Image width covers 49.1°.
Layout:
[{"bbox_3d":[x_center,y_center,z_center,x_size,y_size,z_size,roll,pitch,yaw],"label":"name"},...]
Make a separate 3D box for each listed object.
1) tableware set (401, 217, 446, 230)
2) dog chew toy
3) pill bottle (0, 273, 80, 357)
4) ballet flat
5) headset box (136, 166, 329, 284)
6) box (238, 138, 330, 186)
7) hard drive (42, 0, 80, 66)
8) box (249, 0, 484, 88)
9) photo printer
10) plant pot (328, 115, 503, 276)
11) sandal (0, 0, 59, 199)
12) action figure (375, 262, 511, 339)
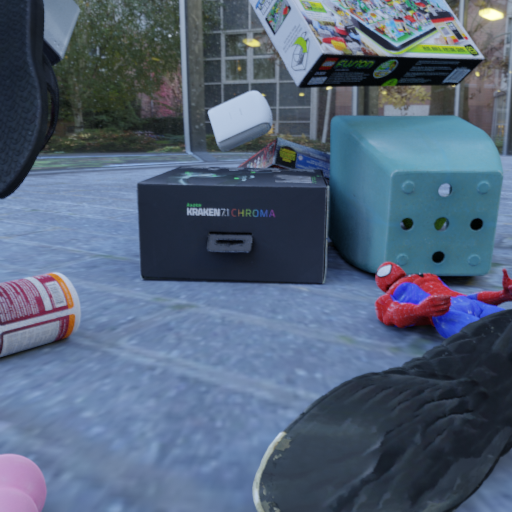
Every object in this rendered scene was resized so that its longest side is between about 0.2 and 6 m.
[{"bbox_3d":[2.451,-1.336,13.513,3.329,0.758,4.942,-1,13,-6],"label":"tableware set"},{"bbox_3d":[-1.283,1.320,2.800,0.426,0.426,0.684,-4,20,-17],"label":"dog chew toy"},{"bbox_3d":[-2.371,0.592,5.284,0.683,0.683,1.247,11,17,41],"label":"pill bottle"},{"bbox_3d":[1.089,1.035,3.490,2.577,0.856,0.732,-17,-24,-30],"label":"ballet flat"},{"bbox_3d":[-0.227,-0.594,8.782,2.644,1.409,3.037,1,13,3],"label":"headset box"},{"bbox_3d":[0.670,-1.510,11.648,1.962,0.572,2.866,14,-12,-21],"label":"box"},{"bbox_3d":[-2.862,-3.293,7.383,0.239,1.015,1.454,-25,44,20],"label":"hard drive"},{"bbox_3d":[1.724,-3.610,8.609,3.804,2.094,0.660,-14,-19,-37],"label":"box"},{"bbox_3d":[-0.255,-2.388,9.826,1.058,0.880,0.367,-22,-31,9],"label":"photo printer"},{"bbox_3d":[2.425,-0.884,8.643,2.252,2.251,3.186,0,19,0],"label":"plant pot"},{"bbox_3d":[-1.807,-1.296,4.415,0.705,1.875,0.449,-15,-22,25],"label":"sandal"},{"bbox_3d":[2.015,0.588,5.251,1.065,0.842,3.257,-9,13,-16],"label":"action figure"}]
